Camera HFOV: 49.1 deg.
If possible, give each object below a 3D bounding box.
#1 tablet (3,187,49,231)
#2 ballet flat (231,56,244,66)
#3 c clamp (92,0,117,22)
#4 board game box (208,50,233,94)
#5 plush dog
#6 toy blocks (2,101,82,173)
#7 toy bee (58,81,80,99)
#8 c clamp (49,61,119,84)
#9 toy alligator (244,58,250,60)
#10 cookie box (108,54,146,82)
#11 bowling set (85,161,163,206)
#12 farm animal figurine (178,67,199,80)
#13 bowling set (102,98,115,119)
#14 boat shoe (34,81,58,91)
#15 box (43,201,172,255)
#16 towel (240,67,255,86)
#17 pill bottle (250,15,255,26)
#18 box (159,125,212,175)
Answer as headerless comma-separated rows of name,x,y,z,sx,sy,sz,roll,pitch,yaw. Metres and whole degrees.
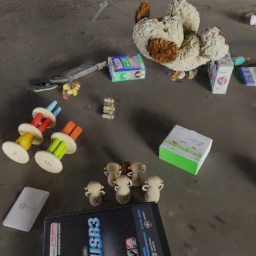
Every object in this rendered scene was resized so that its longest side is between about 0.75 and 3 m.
tablet,-2.845,2.242,7.882,0.806,0.085,1.239,10,45,11
ballet flat,4.879,-3.111,13.155,1.300,0.442,0.437,-23,40,-23
c clamp,-0.061,-4.866,9.752,0.343,2.164,2.533,51,60,-12
board game box,3.883,-2.526,11.881,0.582,1.337,1.812,3,44,3
plush dog,1.211,-2.644,8.622,2.421,2.261,2.819,7,42,-35
toy blocks,-2.552,0.107,9.465,2.137,0.931,2.564,13,46,14
toy bee,-2.412,-1.489,11.454,0.716,1.094,0.595,16,66,-33
c clamp,-2.025,-2.437,12.039,2.555,0.346,2.183,-30,32,-29
toy alligator,5.460,-3.269,13.472,0.780,0.231,0.212,4,86,2
cookie box,-0.074,-2.722,12.628,1.499,0.563,1.282,-8,46,-7
bowling set,-0.152,1.341,8.039,2.136,1.147,1.486,-3,45,-4
farm animal figurine,2.689,-2.756,12.591,1.528,0.796,1.511,-4,56,-13
bowling set,-0.708,-0.763,10.701,0.426,0.794,0.553,8,11,-1
boat shoe,-3.513,-1.850,11.902,1.012,0.336,0.378,-14,46,-14
box,-0.441,3.272,6.386,2.929,0.733,2.951,-5,44,-7
towel,6.021,-2.280,12.441,1.861,0.221,1.367,0,46,3
pill bottle,7.731,-6.127,16.039,1.250,0.700,0.700,11,45,11
box,1.865,0.660,9.097,1.330,0.643,1.174,23,49,22
